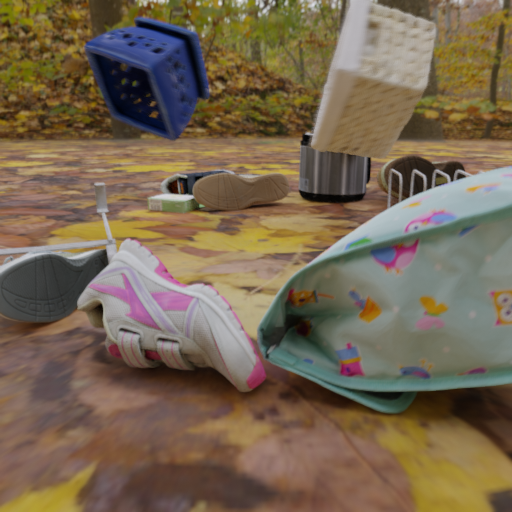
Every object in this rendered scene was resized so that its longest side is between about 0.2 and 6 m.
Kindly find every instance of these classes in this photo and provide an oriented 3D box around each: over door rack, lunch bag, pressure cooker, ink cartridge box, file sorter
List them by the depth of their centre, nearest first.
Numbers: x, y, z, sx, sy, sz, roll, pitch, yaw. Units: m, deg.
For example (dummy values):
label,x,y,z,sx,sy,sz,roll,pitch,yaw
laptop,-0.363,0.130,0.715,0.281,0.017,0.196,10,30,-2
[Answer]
label,x,y,z,sx,sy,sz,roll,pitch,yaw
lunch bag,1.353,0.267,4.842,2.406,1.467,2.050,-19,7,25
over door rack,-2.910,-0.199,7.744,1.903,0.858,2.575,-5,28,-17
file sorter,3.485,-1.017,10.632,1.847,1.150,1.281,1,15,3
ink cartridge box,-1.777,-1.300,13.403,1.016,0.335,1.396,7,18,25
pressure cooker,2.017,-2.504,14.514,1.828,2.078,1.856,7,15,25

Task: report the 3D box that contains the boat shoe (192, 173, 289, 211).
label,x,y,z,sx,sy,sz,roll,pitch,yaw
boat shoe,-0.419,-1.553,13.425,2.476,0.891,0.802,-11,6,-26

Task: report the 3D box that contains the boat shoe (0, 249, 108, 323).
label,x,y,z,sx,sy,sz,roll,pitch,yaw
boat shoe,-2.384,0.289,6.476,0.662,0.761,2.065,-2,9,18

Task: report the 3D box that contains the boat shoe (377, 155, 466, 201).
label,x,y,z,sx,sy,sz,roll,pitch,yaw
boat shoe,4.098,-1.903,14.610,3.259,1.168,1.241,-2,-1,-39

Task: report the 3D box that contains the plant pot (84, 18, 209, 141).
label,x,y,z,sx,sy,sz,roll,pitch,yaw
plant pot,-1.791,-3.228,9.919,1.585,1.585,1.425,26,61,25

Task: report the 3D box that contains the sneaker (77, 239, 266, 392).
label,x,y,z,sx,sy,sz,roll,pitch,yaw
sneaker,-0.795,0.675,4.938,2.053,0.835,0.906,27,62,37

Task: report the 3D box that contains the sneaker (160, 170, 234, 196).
label,x,y,z,sx,sy,sz,roll,pitch,yaw
sneaker,-1.472,-1.733,14.135,1.991,0.781,0.790,-6,3,22

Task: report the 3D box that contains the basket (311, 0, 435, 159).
label,x,y,z,sx,sy,sz,roll,pitch,yaw
basket,2.039,-3.024,10.067,1.520,1.670,2.464,14,-20,1
